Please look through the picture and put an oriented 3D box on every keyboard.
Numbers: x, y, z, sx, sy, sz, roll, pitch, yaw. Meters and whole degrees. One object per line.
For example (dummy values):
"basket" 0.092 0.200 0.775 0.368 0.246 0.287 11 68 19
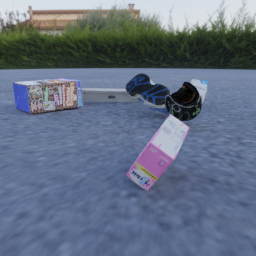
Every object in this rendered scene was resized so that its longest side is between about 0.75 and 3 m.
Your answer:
"keyboard" -0.731 -1.459 12.476 2.777 0.782 0.148 1 58 0

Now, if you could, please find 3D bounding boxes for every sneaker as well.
"sneaker" 0.774 -1.169 10.175 1.009 1.026 2.665 -42 38 1

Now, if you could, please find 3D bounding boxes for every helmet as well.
"helmet" 1.607 -0.718 8.167 1.092 1.092 1.041 1 -24 5

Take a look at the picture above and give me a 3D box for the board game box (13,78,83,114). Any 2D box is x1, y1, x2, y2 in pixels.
"board game box" -3.167 -1.328 11.096 2.156 1.044 1.719 -13 19 -36

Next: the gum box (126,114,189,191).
"gum box" 0.554 0.355 4.776 0.444 0.762 1.343 36 31 5

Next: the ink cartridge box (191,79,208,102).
"ink cartridge box" 2.780 -1.439 11.325 0.668 0.385 1.153 11 52 23
